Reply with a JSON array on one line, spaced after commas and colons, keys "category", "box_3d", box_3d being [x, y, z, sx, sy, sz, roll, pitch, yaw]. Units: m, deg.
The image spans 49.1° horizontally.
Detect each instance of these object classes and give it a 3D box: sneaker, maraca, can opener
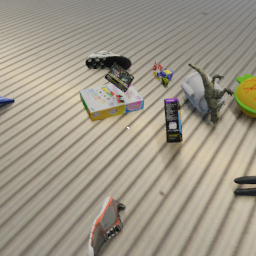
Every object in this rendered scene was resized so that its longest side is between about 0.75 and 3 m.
[{"category": "sneaker", "box_3d": [-0.518, 2.657, 7.574, 0.738, 0.695, 1.803, 16, 44, 8]}, {"category": "sneaker", "box_3d": [-0.951, -3.640, 14.667, 2.396, 0.888, 1.060, 7, 44, 7]}, {"category": "maraca", "box_3d": [5.410, -1.471, 11.664, 1.912, 1.492, 2.788, 8, 44, 9]}, {"category": "can opener", "box_3d": [4.540, 1.772, 8.655, 2.579, 1.014, 0.818, -8, 80, -4]}]

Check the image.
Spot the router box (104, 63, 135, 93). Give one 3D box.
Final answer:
[{"category": "router box", "box_3d": [-0.304, -1.871, 10.442, 0.964, 0.299, 0.722, 35, 51, -10]}]

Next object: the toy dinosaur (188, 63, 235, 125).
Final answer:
[{"category": "toy dinosaur", "box_3d": [3.228, -1.418, 10.500, 1.147, 2.602, 0.617, -28, 12, -15]}]

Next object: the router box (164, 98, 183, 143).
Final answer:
[{"category": "router box", "box_3d": [1.570, -0.208, 9.544, 0.480, 1.403, 1.881, -4, -2, 13]}]

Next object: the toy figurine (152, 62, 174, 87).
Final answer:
[{"category": "toy figurine", "box_3d": [1.924, -2.710, 13.725, 0.909, 0.801, 1.518, -10, 42, -19]}]

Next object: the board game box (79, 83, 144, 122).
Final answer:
[{"category": "board game box", "box_3d": [-0.730, -1.248, 12.206, 2.371, 0.478, 1.814, -15, 43, -16]}]

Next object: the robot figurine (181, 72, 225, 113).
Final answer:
[{"category": "robot figurine", "box_3d": [3.175, -1.548, 11.933, 1.924, 1.281, 2.269, 9, 35, -26]}]

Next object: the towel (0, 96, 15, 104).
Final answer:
[{"category": "towel", "box_3d": [-6.057, -1.400, 12.022, 1.924, 0.229, 1.393, 18, 12, 12]}]
